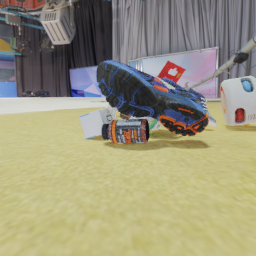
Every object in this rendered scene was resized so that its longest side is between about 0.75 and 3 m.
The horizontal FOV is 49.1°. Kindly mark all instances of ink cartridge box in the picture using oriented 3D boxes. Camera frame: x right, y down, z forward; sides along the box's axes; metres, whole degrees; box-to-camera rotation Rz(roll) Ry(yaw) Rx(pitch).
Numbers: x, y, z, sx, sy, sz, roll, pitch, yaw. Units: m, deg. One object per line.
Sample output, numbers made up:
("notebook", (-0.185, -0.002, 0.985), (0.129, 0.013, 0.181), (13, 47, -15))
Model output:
("ink cartridge box", (0.925, -0.764, 7.496), (0.477, 1.903, 1.531), (43, 20, 19))
("ink cartridge box", (-0.705, -0.129, 7.028), (0.587, 0.584, 0.800), (-16, 1, 23))

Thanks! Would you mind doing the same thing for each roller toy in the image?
("roller toy", (3.573, -0.825, 8.764), (1.118, 1.600, 1.460), (-8, 2, 12))

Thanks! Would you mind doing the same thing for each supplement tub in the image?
("supplement tub", (-0.059, 0.073, 6.159), (1.009, 0.539, 0.539), (-2, 7, 14))

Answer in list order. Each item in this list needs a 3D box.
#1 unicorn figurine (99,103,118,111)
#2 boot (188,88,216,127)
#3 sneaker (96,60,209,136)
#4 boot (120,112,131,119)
("unicorn figurine", (-0.746, -0.963, 12.403), (1.393, 0.957, 0.514), (3, 19, -25))
("boot", (2.214, -0.645, 8.431), (1.340, 0.605, 0.487), (40, 18, 22))
("sneaker", (0.517, -0.729, 6.202), (2.639, 0.994, 1.035), (28, 36, -9))
("boot", (0.489, -1.041, 9.737), (0.839, 0.860, 2.278), (22, 32, 15))
